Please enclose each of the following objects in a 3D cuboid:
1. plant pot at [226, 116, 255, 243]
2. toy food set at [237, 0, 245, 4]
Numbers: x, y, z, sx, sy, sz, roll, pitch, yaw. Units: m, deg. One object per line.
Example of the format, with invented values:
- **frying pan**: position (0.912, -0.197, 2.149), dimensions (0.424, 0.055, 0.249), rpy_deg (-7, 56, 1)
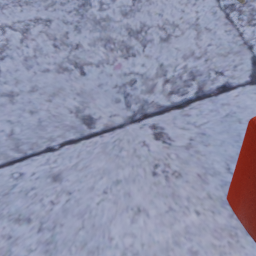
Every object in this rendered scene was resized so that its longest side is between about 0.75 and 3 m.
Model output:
- **plant pot**: position (2.855, 1.110, 4.162), dimensions (1.986, 1.984, 1.750), rpy_deg (1, 35, 1)
- **toy food set**: position (3.004, -4.194, 6.517), dimensions (0.610, 1.448, 2.018), rpy_deg (19, 96, 16)
